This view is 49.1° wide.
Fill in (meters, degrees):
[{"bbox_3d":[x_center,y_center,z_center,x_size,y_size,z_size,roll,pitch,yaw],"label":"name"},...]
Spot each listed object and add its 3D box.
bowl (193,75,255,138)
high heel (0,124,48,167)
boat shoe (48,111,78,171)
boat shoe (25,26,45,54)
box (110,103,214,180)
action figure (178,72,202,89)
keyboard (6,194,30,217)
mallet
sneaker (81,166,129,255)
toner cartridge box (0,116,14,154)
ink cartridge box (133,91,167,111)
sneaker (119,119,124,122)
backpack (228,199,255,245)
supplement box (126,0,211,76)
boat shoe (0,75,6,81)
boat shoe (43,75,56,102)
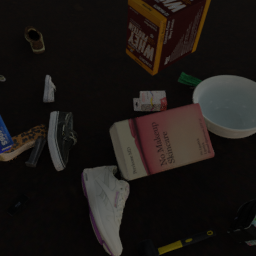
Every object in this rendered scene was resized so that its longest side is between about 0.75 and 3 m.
[{"bbox_3d":[3.880,-0.612,10.720,2.927,1.315,2.927,-2,50,2],"label":"bowl"},{"bbox_3d":[-4.196,0.349,10.206,2.393,0.854,1.706,17,58,-7],"label":"high heel"},{"bbox_3d":[-2.339,0.297,10.236,0.961,0.976,2.709,-11,50,-4],"label":"boat shoe"},{"bbox_3d":[-4.822,-4.777,14.406,0.825,0.826,2.234,-23,55,-18],"label":"boat shoe"},{"bbox_3d":[1.035,0.470,9.288,2.888,1.573,1.846,-14,84,-11],"label":"box"},{"bbox_3d":[2.920,-2.010,12.496,1.322,0.361,0.781,24,53,9],"label":"action figure"},{"bbox_3d":[-3.504,2.516,9.042,0.453,0.097,0.754,23,56,26],"label":"keyboard"},{"bbox_3d":[1.414,3.302,8.219,2.435,0.501,0.802,-19,59,-19],"label":"mallet"},{"bbox_3d":[-0.510,2.323,8.548,1.458,1.096,2.928,-13,53,-11],"label":"sneaker"},{"bbox_3d":[-3.710,-0.146,7.693,0.355,0.782,1.647,-26,89,-36],"label":"toner cartridge box"},{"bbox_3d":[0.908,-1.133,11.730,1.338,0.452,0.779,-2,51,-2],"label":"ink cartridge box"},{"bbox_3d":[0.030,0.325,10.389,0.640,0.726,1.629,-25,56,-18],"label":"sneaker"},{"bbox_3d":[3.663,2.742,8.225,0.949,1.119,1.261,39,54,1],"label":"backpack"},{"bbox_3d":[1.181,-3.196,8.872,2.084,2.056,1.384,-34,64,-23],"label":"supplement box"},{"bbox_3d":[-5.991,-2.329,12.824,0.767,0.238,0.276,7,52,6],"label":"boat shoe"},{"bbox_3d":[-3.392,-1.673,12.202,0.490,0.540,1.468,6,57,-17],"label":"boat shoe"}]
